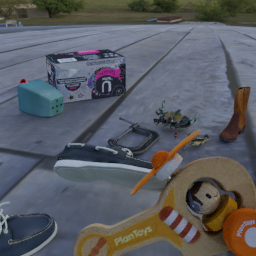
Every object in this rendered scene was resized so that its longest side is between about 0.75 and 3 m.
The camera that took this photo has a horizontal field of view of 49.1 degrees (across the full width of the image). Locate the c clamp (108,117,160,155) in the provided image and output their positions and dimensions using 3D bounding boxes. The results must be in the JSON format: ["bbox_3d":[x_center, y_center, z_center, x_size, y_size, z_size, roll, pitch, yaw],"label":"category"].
[{"bbox_3d":[0.066,0.256,8.091,1.570,0.249,1.838,15,27,20],"label":"c clamp"}]

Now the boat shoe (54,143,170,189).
[{"bbox_3d":[-0.302,0.680,5.533,2.350,0.889,0.709,6,53,11],"label":"boat shoe"}]

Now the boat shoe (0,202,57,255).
[{"bbox_3d":[-2.217,1.683,4.418,2.115,0.654,0.792,-7,26,-15],"label":"boat shoe"}]

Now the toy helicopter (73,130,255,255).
[{"bbox_3d":[0.521,1.252,4.237,2.899,1.917,1.143,-21,-2,-4],"label":"toy helicopter"}]

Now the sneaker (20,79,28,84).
[{"bbox_3d":[-4.690,-2.031,12.700,0.422,0.465,1.095,-6,25,-13],"label":"sneaker"}]

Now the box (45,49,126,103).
[{"bbox_3d":[-1.734,-2.200,11.670,2.874,1.649,1.899,-13,29,-23],"label":"box"}]

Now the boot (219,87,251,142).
[{"bbox_3d":[3.111,-0.406,8.017,1.350,1.434,0.491,-19,31,-35],"label":"boot"}]

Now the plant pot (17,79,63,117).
[{"bbox_3d":[-3.008,-0.971,9.900,1.403,0.992,0.991,23,32,26],"label":"plant pot"}]

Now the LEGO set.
[{"bbox_3d":[1.497,-0.038,8.485,1.466,0.640,2.257,-1,38,1],"label":"LEGO set"}]
